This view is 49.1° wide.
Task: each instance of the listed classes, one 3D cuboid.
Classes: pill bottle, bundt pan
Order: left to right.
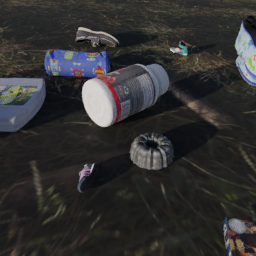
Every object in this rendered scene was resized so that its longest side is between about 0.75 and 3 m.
[{"bbox_3d":[0.024,-1.008,7.666,2.304,1.276,1.276,-27,42,-34],"label":"pill bottle"},{"bbox_3d":[0.538,0.452,6.292,1.032,0.387,1.032,-1,33,0],"label":"bundt pan"}]

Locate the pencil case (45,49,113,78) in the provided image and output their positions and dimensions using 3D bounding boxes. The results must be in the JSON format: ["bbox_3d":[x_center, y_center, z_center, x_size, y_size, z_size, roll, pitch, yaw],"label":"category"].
[{"bbox_3d":[-1.720,-2.300,9.894,2.309,0.901,1.003,2,65,2],"label":"pencil case"}]

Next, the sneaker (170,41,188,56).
[{"bbox_3d":[2.204,-3.487,12.033,0.378,0.546,0.904,-29,43,-36],"label":"sneaker"}]

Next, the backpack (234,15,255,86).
[{"bbox_3d":[4.796,-2.348,9.123,2.259,1.814,2.468,2,44,3],"label":"backpack"}]

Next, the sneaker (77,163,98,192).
[{"bbox_3d":[-0.873,1.004,5.634,0.316,0.270,0.769,-5,27,23],"label":"sneaker"}]

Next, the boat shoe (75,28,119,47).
[{"bbox_3d":[-1.453,-4.002,12.928,2.235,0.812,0.701,21,82,20],"label":"boat shoe"}]

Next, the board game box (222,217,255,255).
[{"bbox_3d":[1.926,2.009,3.927,0.996,0.254,1.470,10,36,3],"label":"board game box"}]

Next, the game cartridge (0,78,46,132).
[{"bbox_3d":[-3.384,-0.785,8.084,1.727,0.530,2.594,5,34,0],"label":"game cartridge"}]
